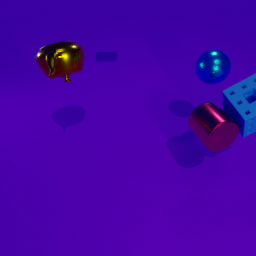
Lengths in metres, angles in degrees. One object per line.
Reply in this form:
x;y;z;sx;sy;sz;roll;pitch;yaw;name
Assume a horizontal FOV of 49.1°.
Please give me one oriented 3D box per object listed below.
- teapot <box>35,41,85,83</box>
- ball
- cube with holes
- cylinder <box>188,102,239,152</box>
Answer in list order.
-1.525;-1.477;6.446;1.132;0.892;1.821;-13;9;8;teapot
2.231;-1.604;7.376;0.911;0.911;0.911;0;42;0;ball
2.735;-0.493;6.257;0.862;0.862;0.862;-28;58;4;cube with holes
1.931;-0.034;6.398;0.837;0.837;0.837;-13;39;-14;cylinder
